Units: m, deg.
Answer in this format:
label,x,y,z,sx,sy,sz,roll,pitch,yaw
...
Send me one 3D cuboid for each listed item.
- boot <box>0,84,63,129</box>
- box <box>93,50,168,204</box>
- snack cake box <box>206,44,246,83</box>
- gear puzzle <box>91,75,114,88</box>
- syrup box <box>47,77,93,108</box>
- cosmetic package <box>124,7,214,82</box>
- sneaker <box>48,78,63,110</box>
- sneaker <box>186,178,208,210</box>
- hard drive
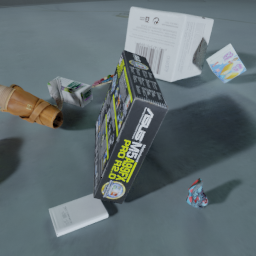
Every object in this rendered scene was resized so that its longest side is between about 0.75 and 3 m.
label,x,y,z,sx,sy,sz,roll,pitch,yaw
boot,-2.820,-0.634,8.387,1.951,0.964,2.513,22,-7,-4
box,-0.121,-0.192,6.293,0.648,2.346,2.929,16,27,-15
snack cake box,3.706,-2.357,10.471,1.685,0.969,0.566,14,51,-56
gear puzzle,-0.597,-2.028,10.989,1.026,0.259,1.981,-11,16,30
syrup box,-2.007,-1.269,9.752,1.516,0.617,0.597,18,44,27
cosmetic package,1.620,-3.378,11.188,2.327,2.329,2.823,23,27,28
sneaker,-2.280,-1.034,8.865,0.422,1.029,0.384,-8,-3,-14
sneaker,1.399,1.286,5.399,0.332,0.837,0.400,-39,57,-24
hard drive,-0.969,1.657,5.454,0.998,0.131,0.658,-15,34,-22
